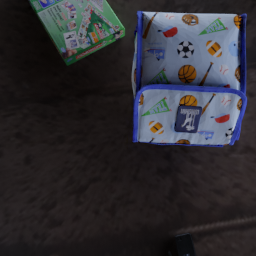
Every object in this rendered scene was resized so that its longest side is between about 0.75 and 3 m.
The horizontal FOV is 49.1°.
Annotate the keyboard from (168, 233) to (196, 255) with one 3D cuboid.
[{"bbox_3d":[1.205,2.926,6.229,0.664,0.108,1.045,-8,75,-9],"label":"keyboard"}]

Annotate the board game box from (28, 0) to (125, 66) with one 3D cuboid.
[{"bbox_3d":[-1.534,-3.240,7.679,1.810,0.391,2.689,-29,77,-8],"label":"board game box"}]

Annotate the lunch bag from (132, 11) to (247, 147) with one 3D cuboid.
[{"bbox_3d":[1.307,-1.034,6.453,2.455,1.788,2.888,3,90,1],"label":"lunch bag"}]
